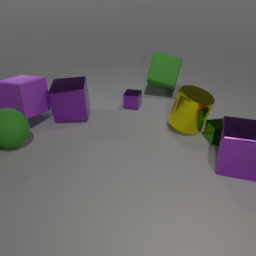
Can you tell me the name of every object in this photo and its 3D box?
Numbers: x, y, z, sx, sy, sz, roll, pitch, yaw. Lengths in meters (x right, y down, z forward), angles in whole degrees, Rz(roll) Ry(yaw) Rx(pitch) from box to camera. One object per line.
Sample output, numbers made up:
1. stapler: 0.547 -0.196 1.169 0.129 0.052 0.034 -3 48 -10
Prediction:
1. cylinder: 2.406 -0.704 10.754 1.400 1.400 1.400 11 36 -8
2. cube: -4.186 -1.272 11.268 1.400 1.400 1.400 9 24 26
3. cube: -2.408 -1.208 11.742 1.400 1.400 1.400 -5 33 -1
4. ball: -4.195 0.012 9.837 1.400 1.400 1.400 0 29 0
5. cube: 1.779 -2.809 13.923 1.400 1.400 1.400 16 1 3
6. cube: 0.213 -1.313 12.807 0.700 0.700 0.700 7 32 14
7. cube: 3.282 0.129 10.275 0.700 0.700 0.700 -5 31 -9
8. cube: 3.572 0.614 8.716 1.400 1.400 1.400 9 31 15
